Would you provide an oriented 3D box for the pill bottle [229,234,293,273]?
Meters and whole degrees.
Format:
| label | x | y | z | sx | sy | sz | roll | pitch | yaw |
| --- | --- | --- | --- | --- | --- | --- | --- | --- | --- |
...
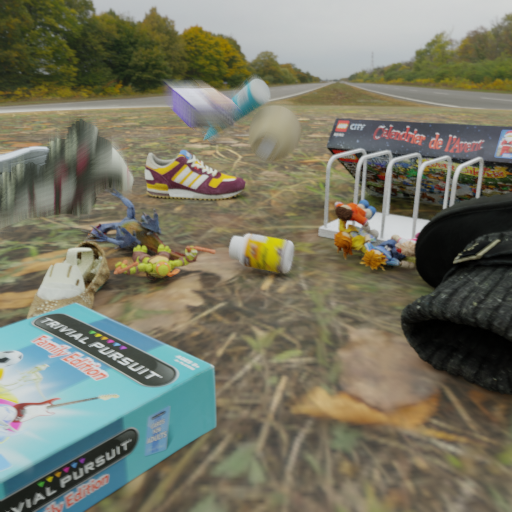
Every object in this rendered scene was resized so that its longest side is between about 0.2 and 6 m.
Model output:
| label | x | y | z | sx | sy | sz | roll | pitch | yaw |
| --- | --- | --- | --- | --- | --- | --- | --- | --- | --- |
| pill bottle | 0.078 | -0.054 | 8.808 | 0.946 | 0.517 | 0.517 | 10 | 21 | 13 |

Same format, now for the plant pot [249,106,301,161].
| label | x | y | z | sx | sy | sz | roll | pitch | yaw |
| --- | --- | --- | --- | --- | --- | --- | --- | --- | --- |
| plant pot | 0.292 | -2.281 | 10.944 | 1.059 | 1.059 | 1.130 | 3 | 27 | 9 |

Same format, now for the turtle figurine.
| label | x | y | z | sx | sy | sz | roll | pitch | yaw |
| --- | --- | --- | --- | --- | --- | --- | --- | --- | --- |
| turtle figurine | -1.452 | 0.107 | 8.701 | 1.533 | 0.494 | 1.236 | -15 | 15 | -16 |

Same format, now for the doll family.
| label | x | y | z | sx | sy | sz | roll | pitch | yaw |
| --- | --- | --- | --- | --- | --- | --- | --- | --- | --- |
| doll family | 1.998 | -0.185 | 9.374 | 1.968 | 0.887 | 1.221 | 32 | 25 | 27 |

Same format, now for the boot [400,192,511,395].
| label | x | y | z | sx | sy | sz | roll | pitch | yaw |
| --- | --- | --- | --- | --- | --- | --- | --- | --- | --- |
| boot | 2.549 | 0.380 | 6.747 | 2.489 | 1.253 | 3.330 | -44 | 6 | -22 |

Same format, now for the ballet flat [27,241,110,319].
| label | x | y | z | sx | sy | sz | roll | pitch | yaw |
| --- | --- | --- | --- | --- | --- | --- | --- | --- | --- |
| ballet flat | -2.535 | 0.359 | 7.541 | 0.814 | 0.754 | 2.309 | -1 | 19 | -4 |

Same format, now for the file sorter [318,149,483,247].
| label | x | y | z | sx | sy | sz | roll | pitch | yaw |
| --- | --- | --- | --- | --- | --- | --- | --- | --- | --- |
| file sorter | 2.741 | -1.101 | 10.578 | 2.550 | 1.587 | 1.769 | 13 | 22 | 34 |

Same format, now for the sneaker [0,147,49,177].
| label | x | y | z | sx | sy | sz | roll | pitch | yaw |
| --- | --- | --- | --- | --- | --- | --- | --- | --- | --- |
| sneaker | -6.644 | -2.427 | 15.253 | 2.967 | 1.084 | 1.051 | -15 | 27 | -38 |

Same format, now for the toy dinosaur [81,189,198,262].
| label | x | y | z | sx | sy | sz | roll | pitch | yaw |
| --- | --- | --- | --- | --- | --- | --- | --- | --- | --- |
| toy dinosaur | -2.324 | -0.303 | 10.005 | 1.116 | 2.126 | 1.929 | -46 | 11 | -17 |

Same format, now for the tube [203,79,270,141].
| label | x | y | z | sx | sy | sz | roll | pitch | yaw |
| --- | --- | --- | --- | --- | --- | --- | --- | --- | --- |
| tube | -0.465 | -2.957 | 11.401 | 1.890 | 0.476 | 0.732 | -19 | 34 | 53 |

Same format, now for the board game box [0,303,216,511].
| label | x | y | z | sx | sy | sz | roll | pitch | yaw |
| --- | --- | --- | --- | --- | --- | --- | --- | --- | --- |
| board game box | -2.132 | 1.376 | 4.648 | 2.200 | 0.684 | 2.914 | 15 | 24 | 38 |

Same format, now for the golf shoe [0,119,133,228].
| label | x | y | z | sx | sy | sz | roll | pitch | yaw |
| --- | --- | --- | --- | --- | --- | --- | --- | --- | --- |
| golf shoe | -2.591 | -0.751 | 7.019 | 2.201 | 0.969 | 0.850 | -23 | 44 | 24 |

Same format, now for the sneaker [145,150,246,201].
| label | x | y | z | sx | sy | sz | roll | pitch | yaw |
| --- | --- | --- | --- | --- | --- | --- | --- | --- | --- |
| sneaker | -1.519 | -2.048 | 14.007 | 2.559 | 1.153 | 0.959 | 0 | 19 | 0 |

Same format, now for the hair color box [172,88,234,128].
| label | x | y | z | sx | sy | sz | roll | pitch | yaw |
| --- | --- | --- | --- | --- | --- | --- | --- | --- | --- |
| hair color box | -0.928 | -2.550 | 9.557 | 0.764 | 0.453 | 1.398 | -6 | 28 | -18 |

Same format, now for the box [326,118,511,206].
| label | x | y | z | sx | sy | sz | roll | pitch | yaw |
| --- | --- | --- | --- | --- | --- | --- | --- | --- | --- |
| box | 3.881 | -1.917 | 12.167 | 3.992 | 0.752 | 2.726 | 13 | -10 | 36 |
